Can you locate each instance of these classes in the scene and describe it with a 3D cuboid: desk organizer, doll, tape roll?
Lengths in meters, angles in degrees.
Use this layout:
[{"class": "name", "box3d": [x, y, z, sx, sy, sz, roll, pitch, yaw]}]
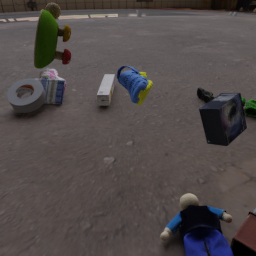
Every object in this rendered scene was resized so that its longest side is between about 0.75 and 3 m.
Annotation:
[{"class": "desk organizer", "box3d": [3.253, 2.742, 5.472, 2.322, 0.833, 0.894, 25, 40, 37]}, {"class": "doll", "box3d": [1.571, 2.366, 6.321, 1.679, 0.596, 2.460, -14, 28, 6]}, {"class": "tape roll", "box3d": [-4.549, -1.471, 12.596, 1.610, 0.532, 1.610, -2, 56, 2]}]

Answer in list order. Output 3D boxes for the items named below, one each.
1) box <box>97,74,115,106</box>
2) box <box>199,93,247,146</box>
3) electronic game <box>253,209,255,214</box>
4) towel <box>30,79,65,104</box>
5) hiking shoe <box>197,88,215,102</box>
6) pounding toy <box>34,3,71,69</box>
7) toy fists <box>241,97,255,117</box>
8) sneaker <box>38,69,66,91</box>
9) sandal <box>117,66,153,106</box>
[{"class": "box", "box3d": [-1.062, -1.970, 14.093, 0.608, 0.568, 2.936, 1, 29, 2]}, {"class": "box", "box3d": [2.499, -0.235, 7.301, 1.044, 1.052, 0.648, -32, 23, -31]}, {"class": "electronic game", "box3d": [3.759, 2.326, 6.711, 1.469, 0.306, 1.469, 1, 23, 0]}, {"class": "towel", "box3d": [-3.820, -1.727, 13.243, 1.648, 1.211, 0.196, 4, -8, 7]}, {"class": "hiking shoe", "box3d": [3.815, -1.599, 13.672, 0.597, 0.449, 1.186, -1, 37, -20]}, {"class": "pounding toy", "box3d": [-2.661, -3.298, 10.446, 1.235, 2.054, 2.661, 9, 39, -13]}, {"class": "toy fists", "box3d": [5.197, -1.005, 12.430, 1.565, 0.538, 0.798, 20, 35, 34]}, {"class": "sneaker", "box3d": [-4.098, -2.463, 14.279, 1.078, 0.994, 2.444, 3, 21, -39]}, {"class": "sandal", "box3d": [0.127, -1.354, 8.514, 0.944, 0.862, 2.168, 27, 16, -16]}]
